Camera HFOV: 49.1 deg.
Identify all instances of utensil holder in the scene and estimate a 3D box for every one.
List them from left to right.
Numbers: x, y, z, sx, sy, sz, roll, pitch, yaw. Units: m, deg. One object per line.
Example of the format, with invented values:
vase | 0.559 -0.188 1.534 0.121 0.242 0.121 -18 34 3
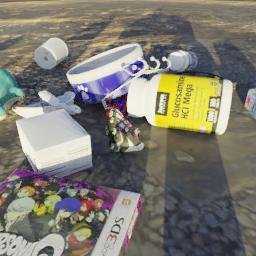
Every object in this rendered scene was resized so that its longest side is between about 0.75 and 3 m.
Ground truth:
utensil holder | -3.746 -3.628 13.700 1.204 1.204 1.417 6 33 9

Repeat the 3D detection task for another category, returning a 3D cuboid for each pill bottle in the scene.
pill bottle | 1.484 -0.764 8.283 2.823 1.587 1.587 8 31 14
pill bottle | 2.168 -2.674 11.220 0.818 0.818 1.437 18 22 29

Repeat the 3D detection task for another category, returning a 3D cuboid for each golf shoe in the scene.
golf shoe | -0.155 0.086 7.903 0.834 0.731 1.894 11 30 -19

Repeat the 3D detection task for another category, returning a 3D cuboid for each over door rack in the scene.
over door rack | 0.183 -1.516 8.907 1.560 2.111 0.703 -18 71 -50

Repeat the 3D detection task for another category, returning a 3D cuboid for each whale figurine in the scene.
whale figurine | -4.532 -1.162 9.162 2.147 1.400 2.698 -9 32 -15

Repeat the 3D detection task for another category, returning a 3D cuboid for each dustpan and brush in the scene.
dustpan and brush | -2.288 -0.721 8.954 2.056 0.843 2.946 -22 37 -34

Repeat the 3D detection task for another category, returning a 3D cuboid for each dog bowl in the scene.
dog bowl | -0.686 -1.973 10.010 2.781 1.095 2.781 -19 24 9

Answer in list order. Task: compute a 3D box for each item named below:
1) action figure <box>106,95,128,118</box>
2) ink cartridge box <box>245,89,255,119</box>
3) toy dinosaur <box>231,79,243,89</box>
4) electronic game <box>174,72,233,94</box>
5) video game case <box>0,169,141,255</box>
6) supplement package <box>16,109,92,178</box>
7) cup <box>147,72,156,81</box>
action figure | -0.319 -0.808 9.519 0.659 0.520 2.014 8 33 9
ink cartridge box | 4.737 -0.557 8.828 1.302 0.728 1.908 -1 32 -1
toy dinosaur | 4.187 -1.780 11.399 0.934 0.359 0.477 3 16 19
electronic game | 2.509 -1.507 10.536 2.740 0.570 2.740 -2 29 1
video game case | -1.439 1.867 4.817 2.832 0.507 2.567 9 31 15
supplement package | -1.852 0.376 6.972 1.303 0.928 1.673 -17 34 -28
cup | 0.723 -1.527 10.317 0.721 1.008 1.008 -10 30 3
